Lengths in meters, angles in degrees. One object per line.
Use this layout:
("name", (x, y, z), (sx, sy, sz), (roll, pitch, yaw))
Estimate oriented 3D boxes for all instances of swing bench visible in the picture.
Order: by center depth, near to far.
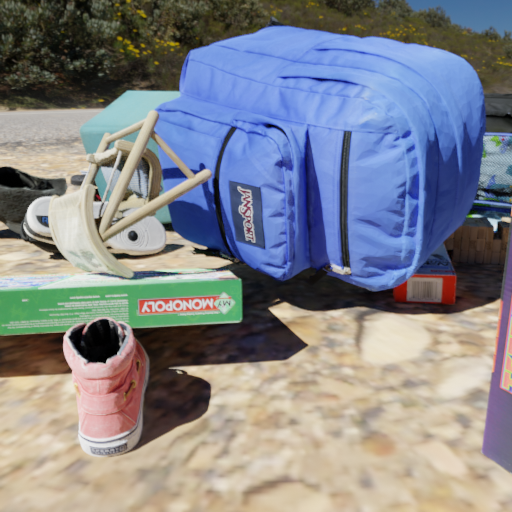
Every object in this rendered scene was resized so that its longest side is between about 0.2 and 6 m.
("swing bench", (-1.774, -0.704, 7.076), (1.750, 1.135, 1.740), (-54, 26, -21))

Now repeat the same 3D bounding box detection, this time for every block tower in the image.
("block tower", (4.266, -0.273, 9.961), (2.607, 0.754, 0.704), (1, 19, 10))

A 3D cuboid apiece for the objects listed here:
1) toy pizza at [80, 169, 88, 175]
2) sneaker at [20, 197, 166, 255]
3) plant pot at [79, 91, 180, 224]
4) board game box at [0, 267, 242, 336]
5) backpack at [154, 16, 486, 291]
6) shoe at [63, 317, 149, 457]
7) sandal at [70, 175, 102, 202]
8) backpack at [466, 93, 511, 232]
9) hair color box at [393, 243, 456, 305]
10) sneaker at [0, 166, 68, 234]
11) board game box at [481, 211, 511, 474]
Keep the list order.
("toy pizza", (-3.749, -2.256, 15.220), (1.984, 0.314, 1.984), (6, 5, -1))
("sneaker", (-2.989, -0.446, 10.220), (2.450, 0.895, 1.371), (12, -19, -31))
("plant pot", (-1.427, -2.059, 11.648), (3.191, 2.255, 2.254), (2, 35, 17))
("board game box", (-2.031, 0.508, 6.948), (3.548, 0.516, 2.387), (-2, 1, -6))
("backpack", (0.874, -1.219, 8.120), (4.118, 3.346, 3.455), (21, 46, 33))
("shoe", (-1.499, 1.004, 5.766), (0.761, 0.969, 2.130), (-4, 19, -11))
("sandal", (-3.879, -1.718, 14.583), (1.108, 0.665, 2.951), (8, 5, 6))
("backpack", (4.672, -1.864, 11.468), (3.667, 2.695, 3.355), (12, 26, 28))
("hair color box", (2.574, 0.227, 8.781), (0.871, 0.502, 1.570), (1, 18, 11))
("sneaker", (-4.790, -1.214, 10.528), (2.553, 1.331, 0.767), (20, 43, 5))
("board game box", (3.747, 0.182, 4.986), (3.647, 3.015, 1.034), (-10, 21, -28))
